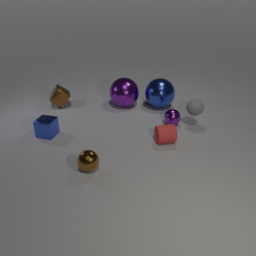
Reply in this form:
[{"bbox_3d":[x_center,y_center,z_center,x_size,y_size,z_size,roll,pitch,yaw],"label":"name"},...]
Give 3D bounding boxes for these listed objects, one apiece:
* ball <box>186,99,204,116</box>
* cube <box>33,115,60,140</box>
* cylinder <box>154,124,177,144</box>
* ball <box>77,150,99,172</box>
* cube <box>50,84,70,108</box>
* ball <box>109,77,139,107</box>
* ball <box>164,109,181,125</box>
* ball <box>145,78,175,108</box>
[{"bbox_3d":[2.741,-0.846,11.423,0.700,0.700,0.700,0,29,0],"label":"ball"},{"bbox_3d":[-3.183,-0.039,10.967,0.700,0.700,0.700,8,30,14],"label":"cube"},{"bbox_3d":[1.408,0.228,10.490,0.700,0.700,0.700,-6,30,-9],"label":"cylinder"},{"bbox_3d":[-1.269,1.043,8.950,0.700,0.700,0.700,0,29,0],"label":"ball"},{"bbox_3d":[-3.200,-1.513,13.167,0.700,0.700,0.700,28,18,-28],"label":"cube"},{"bbox_3d":[-0.176,-1.677,13.218,1.400,1.400,1.400,0,29,0],"label":"ball"},{"bbox_3d":[1.855,-0.450,11.700,0.700,0.700,0.700,0,29,0],"label":"ball"},{"bbox_3d":[1.493,-1.626,13.100,1.400,1.400,1.400,0,29,0],"label":"ball"}]
